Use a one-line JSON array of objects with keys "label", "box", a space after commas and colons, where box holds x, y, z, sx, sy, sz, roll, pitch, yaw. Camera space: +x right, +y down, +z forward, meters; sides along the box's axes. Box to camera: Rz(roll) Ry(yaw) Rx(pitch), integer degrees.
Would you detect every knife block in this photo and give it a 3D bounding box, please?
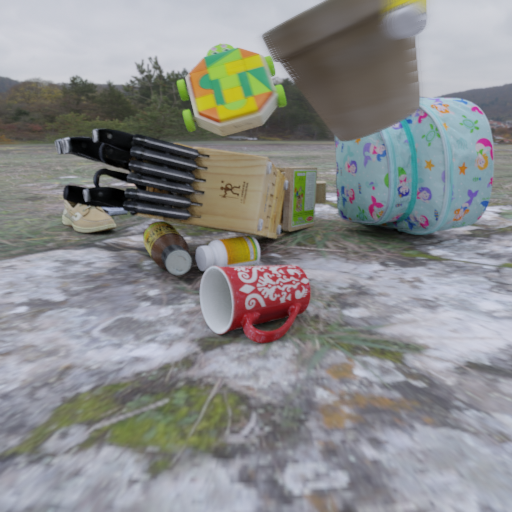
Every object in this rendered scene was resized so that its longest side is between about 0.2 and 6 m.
[{"label": "knife block", "box": [-1.481, -1.301, 10.556, 3.700, 1.349, 4.215, 10, 2, 10]}]

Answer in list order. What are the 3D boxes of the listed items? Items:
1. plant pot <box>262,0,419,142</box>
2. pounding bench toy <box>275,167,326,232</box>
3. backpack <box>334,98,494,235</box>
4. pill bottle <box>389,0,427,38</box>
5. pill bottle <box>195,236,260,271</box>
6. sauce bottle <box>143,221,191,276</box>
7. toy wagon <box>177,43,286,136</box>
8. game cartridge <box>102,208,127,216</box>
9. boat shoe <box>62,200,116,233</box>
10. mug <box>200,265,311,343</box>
[{"label": "plant pot", "box": [1.438, -2.758, 8.016, 2.153, 1.868, 2.153, -25, 17, 8]}, {"label": "pounding bench toy", "box": [0.524, -1.483, 13.639, 1.780, 1.418, 2.283, 8, 12, 29]}, {"label": "backpack", "box": [3.348, -1.946, 12.236, 2.587, 3.051, 3.437, -11, 16, -26]}, {"label": "pill bottle", "box": [1.758, -2.944, 6.497, 0.413, 0.743, 0.413, 5, -26, 3]}, {"label": "pill bottle", "box": [-0.502, -0.017, 9.763, 1.036, 0.575, 0.575, -9, 17, -32]}, {"label": "sauce bottle", "box": [-1.566, -0.137, 10.013, 0.693, 0.693, 2.143, -5, 14, -19]}, {"label": "toy wagon", "box": [-0.639, -3.826, 12.288, 2.182, 0.556, 2.812, -15, 59, 1]}, {"label": "game cartridge", "box": [-3.846, -1.234, 15.262, 0.551, 0.169, 0.828, -14, 20, -31]}, {"label": "boat shoe", "box": [-4.018, -0.994, 13.265, 0.764, 0.688, 2.119, -12, 19, -38]}, {"label": "mug", "box": [0.051, 0.637, 7.332, 1.277, 1.134, 0.852, -5, -21, -34]}]
